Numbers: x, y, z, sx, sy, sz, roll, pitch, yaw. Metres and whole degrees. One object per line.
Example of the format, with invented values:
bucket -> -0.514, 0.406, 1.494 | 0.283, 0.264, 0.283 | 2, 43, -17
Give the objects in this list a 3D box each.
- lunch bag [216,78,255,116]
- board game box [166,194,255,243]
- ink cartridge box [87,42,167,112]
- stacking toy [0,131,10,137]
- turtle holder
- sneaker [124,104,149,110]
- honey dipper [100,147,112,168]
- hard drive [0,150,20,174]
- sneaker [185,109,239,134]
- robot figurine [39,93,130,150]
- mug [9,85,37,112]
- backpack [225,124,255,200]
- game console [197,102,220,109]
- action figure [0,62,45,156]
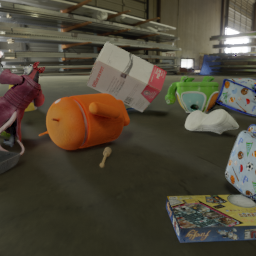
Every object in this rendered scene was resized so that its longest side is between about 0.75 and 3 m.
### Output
lunch bag -> 5.859, -1.416, 12.950 | 2.141, 1.559, 2.518 | -9, 32, -34
board game box -> 1.319, 1.313, 4.181 | 1.344, 0.233, 0.911 | 0, 14, -3
ink cartridge box -> -0.098, -2.060, 11.710 | 2.767, 1.145, 2.027 | 25, -28, -9
stacking toy -> -4.728, -0.222, 9.204 | 2.316, 0.978, 2.096 | 10, 32, -38
turtle holder -> 2.908, -1.502, 12.735 | 2.302, 1.635, 1.749 | 0, 8, 1
sneaker -> -0.259, -1.400, 13.705 | 2.733, 1.049, 1.521 | -18, 30, -35
honey dipper -> -0.565, 0.716, 6.807 | 0.190, 0.190, 1.000 | 1, 15, 5
hard drive -> -3.168, 0.828, 6.025 | 0.997, 0.313, 1.478 | 5, 14, 20
sneaker -> 2.741, -0.102, 9.367 | 0.915, 0.778, 2.069 | 27, -10, -21
robot figurine -> -1.147, -0.221, 7.879 | 2.558, 1.492, 1.840 | -12, 27, -41
mug -> -5.145, -1.563, 13.640 | 1.379, 1.413, 1.722 | -8, 16, -32
backpack -> 2.395, 0.667, 4.621 | 1.100, 1.428, 1.360 | -1, 22, -22
game console -> 4.205, -1.342, 15.080 | 1.601, 0.327, 2.715 | 6, 13, 23
action figure -> -2.912, -0.735, 7.172 | 1.554, 2.320, 1.727 | 31, 10, -40
